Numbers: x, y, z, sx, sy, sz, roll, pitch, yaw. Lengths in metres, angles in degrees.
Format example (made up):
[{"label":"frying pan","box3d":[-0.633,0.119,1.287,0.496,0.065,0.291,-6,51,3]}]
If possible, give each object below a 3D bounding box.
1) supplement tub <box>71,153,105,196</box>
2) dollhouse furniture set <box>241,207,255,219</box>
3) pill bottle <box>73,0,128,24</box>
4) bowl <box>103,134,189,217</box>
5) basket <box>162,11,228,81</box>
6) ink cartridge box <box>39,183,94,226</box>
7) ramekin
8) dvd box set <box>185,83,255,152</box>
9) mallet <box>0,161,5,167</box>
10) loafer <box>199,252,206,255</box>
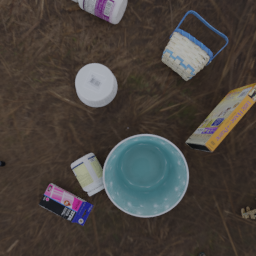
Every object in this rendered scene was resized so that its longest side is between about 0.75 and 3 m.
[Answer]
[{"label":"supplement tub","box3d":[-1.430,1.763,10.633,1.008,1.008,1.390,-30,85,-3]},{"label":"dollhouse furniture set","box3d":[4.897,3.048,10.644,0.910,0.797,0.604,-9,85,-27]},{"label":"pill bottle","box3d":[-1.207,-5.158,11.232,2.157,1.211,1.211,26,85,3]},{"label":"bowl","box3d":[0.607,1.559,10.227,2.941,1.538,2.941,0,97,0]},{"label":"basket","box3d":[2.460,-3.169,10.840,1.974,1.557,2.238,41,92,5]},{"label":"ink cartridge box","box3d":[-2.396,2.988,10.874,1.915,0.355,0.907,27,85,0]},{"label":"ramekin","box3d":[-1.278,-1.718,11.077,1.691,0.824,1.691,0,85,0]},{"label":"dvd box set","box3d":[3.395,-0.348,10.116,0.412,2.048,2.800,42,84,-4]},{"label":"mallet","box3d":[-5.277,1.140,11.041,1.017,0.335,0.209,43,86,4]},{"label":"loafer","box3d":[2.802,5.245,10.647,0.343,0.301,0.955,6,84,1]}]
